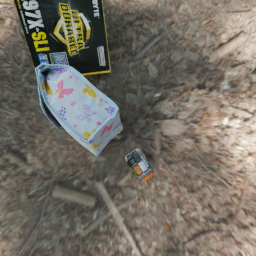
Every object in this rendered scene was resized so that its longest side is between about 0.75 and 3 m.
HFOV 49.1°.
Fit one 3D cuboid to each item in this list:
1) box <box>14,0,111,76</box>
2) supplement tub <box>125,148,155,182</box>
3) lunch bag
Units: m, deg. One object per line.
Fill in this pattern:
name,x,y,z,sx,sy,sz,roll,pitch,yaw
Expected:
box,-1.682,-2.728,7.604,2.179,2.728,0.673,-6,40,-2
supplement tub,0.336,1.014,7.612,0.510,0.510,0.833,-33,80,-9
lunch bag,-1.356,-0.499,7.355,2.262,1.918,1.438,44,81,10
